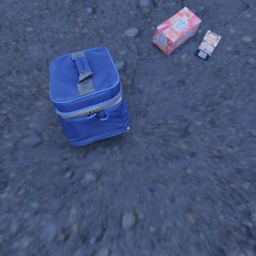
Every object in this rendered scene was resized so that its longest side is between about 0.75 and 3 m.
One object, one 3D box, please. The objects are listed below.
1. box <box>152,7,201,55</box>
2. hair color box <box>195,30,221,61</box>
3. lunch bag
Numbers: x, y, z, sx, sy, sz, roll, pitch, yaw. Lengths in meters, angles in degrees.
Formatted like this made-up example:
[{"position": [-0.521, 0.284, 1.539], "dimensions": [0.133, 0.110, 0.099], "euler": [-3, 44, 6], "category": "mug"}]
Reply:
[{"position": [1.556, -3.096, 8.957], "dimensions": [1.425, 0.675, 0.731], "euler": [-40, 79, -21], "category": "box"}, {"position": [2.545, -2.633, 8.920], "dimensions": [0.477, 0.289, 0.954], "euler": [30, 63, 4], "category": "hair color box"}, {"position": [-0.974, -0.861, 6.698], "dimensions": [1.631, 1.589, 2.401], "euler": [-18, 41, -4], "category": "lunch bag"}]
